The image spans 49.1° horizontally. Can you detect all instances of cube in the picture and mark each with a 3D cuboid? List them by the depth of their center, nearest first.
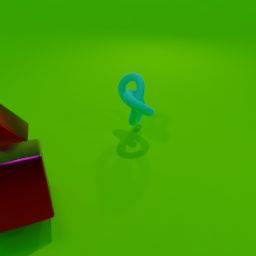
[{"bbox_3d":[-2.000,0.963,4.890,1.139,1.139,1.139,-12,16,-17],"label":"cube"},{"bbox_3d":[-2.900,0.140,6.424,0.851,0.851,0.851,-41,34,10],"label":"cube"}]

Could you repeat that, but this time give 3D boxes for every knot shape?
[{"bbox_3d":[0.163,-0.783,7.227,0.639,1.293,1.382,-18,-8,-6],"label":"knot shape"}]
